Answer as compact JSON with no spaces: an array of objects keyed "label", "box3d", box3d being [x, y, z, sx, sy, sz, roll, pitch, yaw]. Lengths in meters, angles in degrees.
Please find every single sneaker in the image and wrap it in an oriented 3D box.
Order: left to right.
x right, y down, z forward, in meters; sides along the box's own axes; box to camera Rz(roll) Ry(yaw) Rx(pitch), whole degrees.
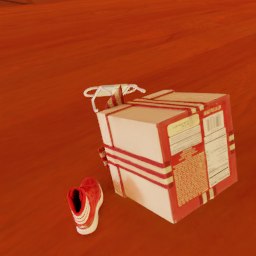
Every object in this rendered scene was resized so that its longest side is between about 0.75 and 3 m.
[{"label":"sneaker","box3d":[-0.860,1.341,5.765,0.566,0.834,1.444,-11,33,-1]}]

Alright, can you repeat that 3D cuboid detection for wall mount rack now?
[{"label":"wall mount rack","box3d":[-0.349,-1.008,8.428,1.781,1.548,0.664,-9,75,-26]}]

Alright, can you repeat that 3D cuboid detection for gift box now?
[{"label":"gift box","box3d":[0.768,0.189,5.893,2.193,2.377,2.219,-16,15,-32]}]
